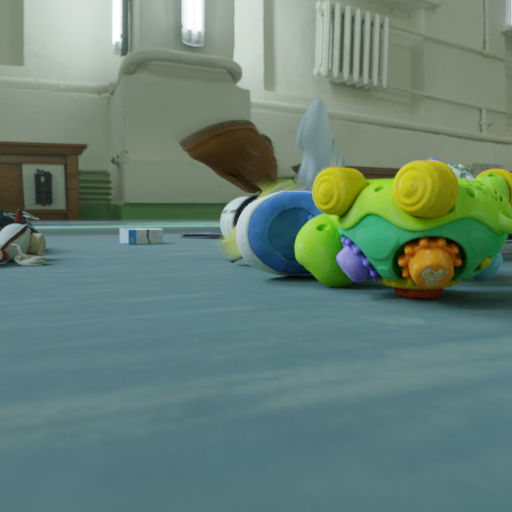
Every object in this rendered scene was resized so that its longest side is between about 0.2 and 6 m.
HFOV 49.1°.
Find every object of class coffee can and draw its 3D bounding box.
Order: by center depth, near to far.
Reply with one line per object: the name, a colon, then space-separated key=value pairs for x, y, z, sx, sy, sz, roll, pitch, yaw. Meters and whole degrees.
coffee can: x=-0.045 y=-0.622 z=10.916 sx=1.123 sy=1.123 sz=1.534 roll=-1 pitch=5 yaw=-12

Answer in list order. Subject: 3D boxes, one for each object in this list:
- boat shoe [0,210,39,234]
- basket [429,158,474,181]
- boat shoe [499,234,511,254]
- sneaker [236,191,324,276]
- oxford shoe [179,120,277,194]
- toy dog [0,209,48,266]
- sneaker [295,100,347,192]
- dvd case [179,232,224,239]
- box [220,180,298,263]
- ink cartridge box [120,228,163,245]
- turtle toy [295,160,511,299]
boat shoe: x=-4.849 y=-0.516 z=11.188 sx=0.905 sy=0.747 sz=2.417 roll=0 pitch=-2 yaw=1
basket: x=2.836 y=-0.862 z=9.920 sx=2.531 sy=1.760 sz=2.231 roll=11 pitch=8 yaw=12
boat shoe: x=5.057 y=-0.447 z=10.999 sx=2.739 sy=0.775 sz=0.940 roll=-1 pitch=5 yaw=-9
sneaker: x=1.365 y=-0.305 z=6.803 sx=3.017 sy=1.158 sz=1.678 roll=5 pitch=-7 yaw=-34
oxford shoe: x=-0.287 y=-1.734 z=10.313 sx=1.106 sy=1.105 sz=3.100 roll=-22 pitch=-8 yaw=24
toy dog: x=-3.932 y=-0.315 z=8.888 sx=1.130 sy=0.825 sz=1.714 roll=-2 pitch=6 yaw=-22
sneaker: x=1.174 y=-1.776 z=9.632 sx=0.836 sy=0.733 sz=2.085 roll=26 pitch=-28 yaw=22
dvd case: x=-1.155 y=-0.617 z=17.064 sx=1.941 sy=0.155 sz=1.443 roll=3 pitch=5 yaw=33
box: x=0.056 y=-0.466 z=8.079 sx=0.569 sy=0.379 sz=1.512 roll=-25 pitch=-13 yaw=-38
ink cartridge box: x=-2.887 y=-0.495 z=14.085 sx=0.915 sy=0.383 sz=0.664 roll=-3 pitch=5 yaw=-32
turtle toy: x=1.358 y=-0.224 z=5.488 sx=1.748 sy=1.212 sz=2.399 roll=-3 pitch=5 yaw=-41
